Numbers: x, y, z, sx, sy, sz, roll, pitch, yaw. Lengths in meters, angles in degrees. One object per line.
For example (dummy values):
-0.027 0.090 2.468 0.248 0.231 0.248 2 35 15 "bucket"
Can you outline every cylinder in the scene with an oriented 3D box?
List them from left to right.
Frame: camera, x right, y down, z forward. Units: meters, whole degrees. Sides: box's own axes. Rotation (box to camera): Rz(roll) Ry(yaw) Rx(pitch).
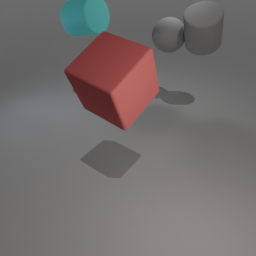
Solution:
-1.692 -4.381 11.062 1.400 1.400 1.400 10 31 37 "cylinder"
2.806 -3.702 10.461 1.400 1.400 1.400 -6 58 11 "cylinder"

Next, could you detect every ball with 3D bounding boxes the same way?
1.684 -3.806 11.493 1.400 1.400 1.400 0 32 0 "ball"

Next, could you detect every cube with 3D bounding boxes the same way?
-0.299 -1.067 6.403 1.400 1.400 1.400 29 68 27 "cube"
